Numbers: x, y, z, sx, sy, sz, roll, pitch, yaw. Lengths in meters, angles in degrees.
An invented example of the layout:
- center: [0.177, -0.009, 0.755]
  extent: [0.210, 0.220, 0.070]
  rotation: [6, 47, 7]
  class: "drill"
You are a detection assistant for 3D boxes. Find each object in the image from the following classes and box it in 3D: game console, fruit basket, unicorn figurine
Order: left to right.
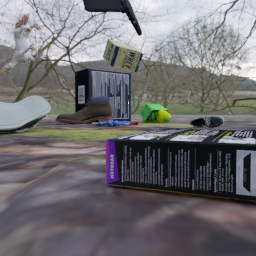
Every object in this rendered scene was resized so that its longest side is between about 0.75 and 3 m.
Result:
- center: [-3.776, -2.828, 9.966]
  extent: [1.517, 2.208, 0.816]
  rotation: [-6, -18, 32]
  class: "unicorn figurine"
- center: [-0.378, -2.679, 6.229]
  extent: [0.797, 1.370, 1.205]
  rotation: [-25, -38, 14]
  class: "game console"
- center: [1.608, -0.628, 15.045]
  extent: [1.576, 1.137, 1.576]
  rotation: [26, 31, -17]
  class: "fruit basket"

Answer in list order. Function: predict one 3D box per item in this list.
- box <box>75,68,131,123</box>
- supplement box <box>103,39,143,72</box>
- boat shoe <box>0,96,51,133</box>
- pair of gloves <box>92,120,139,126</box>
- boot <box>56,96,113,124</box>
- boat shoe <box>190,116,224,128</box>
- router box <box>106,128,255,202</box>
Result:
- center: [-1.433, -1.796, 16.296]
  extent: [2.904, 2.928, 1.804]
  rotation: [-1, 3, -37]
  class: "box"
- center: [-0.224, -2.961, 11.457]
  extent: [1.213, 0.814, 1.212]
  rotation: [7, 27, -28]
  class: "supplement box"
- center: [-3.330, -0.247, 8.042]
  extent: [0.811, 1.017, 2.689]
  rotation: [-45, -12, 27]
  class: "boat shoe"
- center: [-0.613, -0.223, 12.416]
  extent: [1.992, 0.227, 1.601]
  rotation: [-2, 4, -44]
  class: "pair of gloves"
- center: [-2.162, -0.924, 14.015]
  extent: [2.935, 1.422, 1.096]
  rotation: [-2, 4, -29]
  class: "boot"
- center: [2.884, -0.225, 10.315]
  extent: [1.236, 0.463, 0.382]
  rotation: [1, 2, 43]
  class: "boat shoe"
- center: [0.670, 0.237, 2.679]
  extent: [1.175, 0.402, 1.576]
  rotation: [2, 4, 25]
  class: "router box"
